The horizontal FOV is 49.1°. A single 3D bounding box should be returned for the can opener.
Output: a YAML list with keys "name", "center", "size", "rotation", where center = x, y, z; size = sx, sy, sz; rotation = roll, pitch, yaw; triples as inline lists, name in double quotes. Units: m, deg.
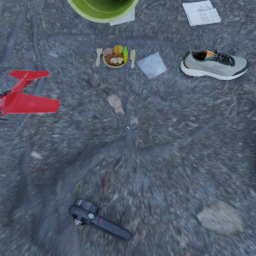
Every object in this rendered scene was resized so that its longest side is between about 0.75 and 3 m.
- name: "can opener"
  center: [-0.717, 2.412, 7.200]
  size: [1.790, 0.567, 0.704]
  rotation: [25, 64, 13]

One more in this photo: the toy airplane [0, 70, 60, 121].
- name: "toy airplane"
  center: [-2.536, -0.821, 6.442]
  size: [2.318, 0.426, 2.318]
  rotation: [-2, 34, 1]

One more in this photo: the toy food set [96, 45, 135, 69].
- name: "toy food set"
  center: [-0.450, -2.560, 9.948]
  size: [1.408, 0.283, 0.972]
  rotation: [2, 63, 1]

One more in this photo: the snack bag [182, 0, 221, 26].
- name: "snack bag"
  center: [2.898, -4.589, 11.089]
  size: [1.222, 0.139, 1.296]
  rotation: [-9, 63, -4]

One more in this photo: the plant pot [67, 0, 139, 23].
- name: "plant pot"
  center: [-0.401, -3.985, 7.297]
  size: [2.110, 2.110, 2.004]
  rotation: [15, 30, 7]

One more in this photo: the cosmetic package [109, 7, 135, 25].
- name: "cosmetic package"
  center: [-0.331, -4.608, 10.705]
  size: [0.998, 0.835, 0.830]
  rotation: [-16, 64, -8]

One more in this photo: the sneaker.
- name: "sneaker"
  center: [2.973, -2.196, 9.418]
  size: [2.286, 0.906, 0.845]
  rotation: [2, 61, 0]
